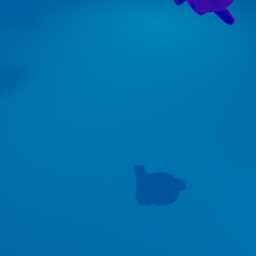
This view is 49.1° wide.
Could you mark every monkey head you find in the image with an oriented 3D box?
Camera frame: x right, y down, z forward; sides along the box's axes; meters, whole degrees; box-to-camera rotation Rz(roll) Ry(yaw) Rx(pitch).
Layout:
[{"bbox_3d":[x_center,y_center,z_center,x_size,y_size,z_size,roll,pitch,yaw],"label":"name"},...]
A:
[{"bbox_3d":[1.348,-2.509,4.905,0.940,1.559,1.122,-21,19,-13],"label":"monkey head"}]
